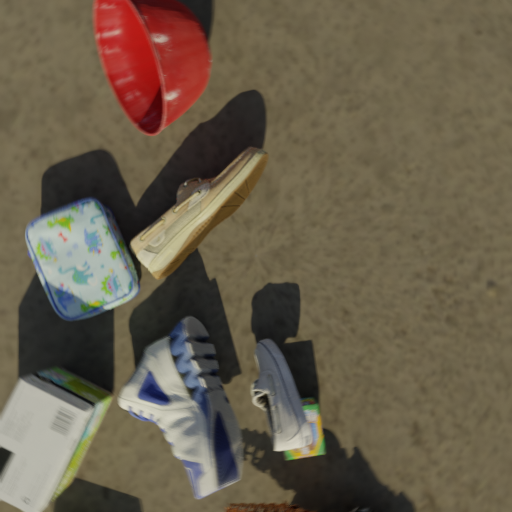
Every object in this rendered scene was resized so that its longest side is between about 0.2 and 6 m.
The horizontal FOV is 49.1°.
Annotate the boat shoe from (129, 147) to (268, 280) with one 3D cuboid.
[{"bbox_3d":[-1.010,-0.916,9.792,0.950,1.055,2.924,45,95,8],"label":"boat shoe"}]

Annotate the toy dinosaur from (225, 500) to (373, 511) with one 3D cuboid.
[{"bbox_3d":[1.096,5.171,9.322,3.477,1.776,2.360,24,71,20],"label":"toy dinosaur"}]

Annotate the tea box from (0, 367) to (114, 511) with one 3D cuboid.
[{"bbox_3d":[-3.405,2.913,9.156,1.162,1.712,1.740,26,87,2],"label":"tea box"}]

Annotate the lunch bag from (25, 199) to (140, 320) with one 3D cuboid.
[{"bbox_3d":[-3.051,0.075,9.834,1.556,0.798,1.936,-24,86,-3],"label":"lunch bag"}]

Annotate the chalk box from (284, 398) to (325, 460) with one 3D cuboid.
[{"bbox_3d":[0.752,2.840,9.683,0.684,0.687,1.104,-7,87,0],"label":"chalk box"}]

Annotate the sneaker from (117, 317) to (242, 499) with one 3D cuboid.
[{"bbox_3d":[-1.334,2.602,9.351,1.627,1.138,2.817,-24,67,18],"label":"sneaker"}]

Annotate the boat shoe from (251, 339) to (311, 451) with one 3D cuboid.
[{"bbox_3d":[0.249,2.271,9.276,0.672,0.736,2.046,-10,50,-15],"label":"boat shoe"}]

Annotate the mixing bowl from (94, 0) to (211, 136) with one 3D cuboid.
[{"bbox_3d":[-1.619,-3.423,9.552,1.312,2.422,2.422,-27,86,-25],"label":"mixing bowl"}]
